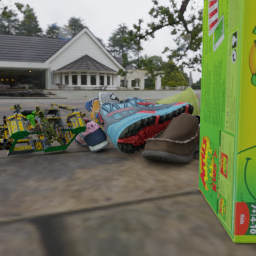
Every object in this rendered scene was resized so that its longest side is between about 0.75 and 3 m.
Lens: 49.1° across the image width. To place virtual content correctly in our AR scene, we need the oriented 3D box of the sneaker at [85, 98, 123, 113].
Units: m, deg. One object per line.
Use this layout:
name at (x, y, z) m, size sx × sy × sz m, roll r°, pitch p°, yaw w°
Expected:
sneaker at (-1.362, -1.105, 16.336) m, size 2.775 × 1.069 × 1.182 m, roll 4°, pitch -7°, yaw -38°

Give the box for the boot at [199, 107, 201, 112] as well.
boot at (3.601, -0.736, 14.305) m, size 2.161 × 0.754 × 1.423 m, roll 17°, pitch 12°, yaw 29°

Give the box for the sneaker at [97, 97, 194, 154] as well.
sneaker at (0.515, -0.374, 7.050) m, size 2.985 × 1.184 × 1.426 m, roll -9°, pitch 41°, yaw -48°

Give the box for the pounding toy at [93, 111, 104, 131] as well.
pounding toy at (-0.768, -0.474, 10.088) m, size 0.979 × 1.114 × 0.510 m, roll 6°, pitch 10°, yaw 37°

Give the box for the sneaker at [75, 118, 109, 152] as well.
sneaker at (-1.013, 0.059, 7.020) m, size 0.620 × 0.725 × 1.768 m, roll -30°, pitch 18°, yaw -23°

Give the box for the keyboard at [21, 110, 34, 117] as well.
keyboard at (-4.101, -0.324, 11.553) m, size 1.244 × 0.473 × 2.389 m, roll -2°, pitch -5°, yaw -38°

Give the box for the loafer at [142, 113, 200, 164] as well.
loafer at (1.054, 0.137, 6.085) m, size 0.944 × 0.917 × 2.584 m, roll 4°, pitch 8°, yaw 27°

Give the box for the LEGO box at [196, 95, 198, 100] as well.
LEGO box at (2.609, -0.848, 12.519) m, size 0.929 × 1.248 × 0.482 m, roll 3°, pitch 7°, yaw 25°

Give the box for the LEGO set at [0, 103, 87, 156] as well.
LEGO set at (-1.916, -0.170, 6.041) m, size 1.871 × 1.084 × 1.438 m, roll -9°, pitch -24°, yaw -30°

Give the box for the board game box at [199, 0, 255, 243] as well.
board game box at (1.290, -0.463, 3.060) m, size 0.682 × 2.866 × 1.456 m, roll 0°, pitch 7°, yaw 2°

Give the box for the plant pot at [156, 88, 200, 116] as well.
plant pot at (1.953, -0.722, 11.393) m, size 1.457 × 1.584 × 1.584 m, roll -12°, pitch 8°, yaw -3°

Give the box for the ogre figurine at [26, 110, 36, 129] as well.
ogre figurine at (-3.451, -0.218, 10.168) m, size 1.394 × 0.684 × 0.836 m, roll -13°, pitch 19°, yaw 26°

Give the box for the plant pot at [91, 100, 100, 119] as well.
plant pot at (-1.448, -0.993, 14.757) m, size 1.049 × 0.960 × 1.049 m, roll 0°, pitch 7°, yaw 0°

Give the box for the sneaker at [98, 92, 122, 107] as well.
sneaker at (-0.557, -0.635, 9.579) m, size 0.793 × 1.373 × 0.515 m, roll -9°, pitch -13°, yaw -6°
